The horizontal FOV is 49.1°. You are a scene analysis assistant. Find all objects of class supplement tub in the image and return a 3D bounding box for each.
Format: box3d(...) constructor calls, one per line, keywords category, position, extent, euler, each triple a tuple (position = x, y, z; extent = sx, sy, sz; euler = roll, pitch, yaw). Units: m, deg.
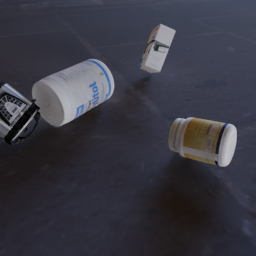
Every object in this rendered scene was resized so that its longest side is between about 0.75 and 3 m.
box3d(category="supplement tub", position=(1.926, 0.315, 7.281), extent=(1.504, 1.086, 1.086), euler=(13, 35, 32))
box3d(category="supplement tub", position=(-1.722, -1.219, 9.204), extent=(1.554, 1.554, 2.356), euler=(22, 41, 29))

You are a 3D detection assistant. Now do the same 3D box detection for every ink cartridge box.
box3d(category="ink cartridge box", position=(1.167, -3.240, 11.619), extent=(0.736, 1.747, 1.263), euler=(21, 3, -12))

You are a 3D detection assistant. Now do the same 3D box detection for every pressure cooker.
box3d(category="pressure cooker", position=(-3.325, -0.376, 7.940), extent=(1.546, 1.360, 1.381), euler=(41, 21, -18))
